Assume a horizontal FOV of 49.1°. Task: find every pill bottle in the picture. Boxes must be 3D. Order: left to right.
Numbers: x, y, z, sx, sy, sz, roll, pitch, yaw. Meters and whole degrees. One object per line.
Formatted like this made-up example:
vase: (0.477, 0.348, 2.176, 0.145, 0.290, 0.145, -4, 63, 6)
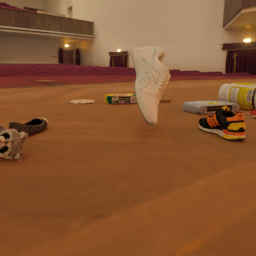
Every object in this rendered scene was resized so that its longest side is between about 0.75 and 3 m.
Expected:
pill bottle: (5.445, -1.525, 13.212, 1.210, 1.210, 2.118, -9, 17, -34)

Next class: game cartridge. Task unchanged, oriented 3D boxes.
game cartridge: (3.655, -0.963, 12.592, 2.187, 0.443, 1.458, -4, 10, -22)

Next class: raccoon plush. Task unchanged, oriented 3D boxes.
raccoon plush: (-2.790, 0.235, 6.702, 1.177, 0.850, 1.756, 9, 13, 2)

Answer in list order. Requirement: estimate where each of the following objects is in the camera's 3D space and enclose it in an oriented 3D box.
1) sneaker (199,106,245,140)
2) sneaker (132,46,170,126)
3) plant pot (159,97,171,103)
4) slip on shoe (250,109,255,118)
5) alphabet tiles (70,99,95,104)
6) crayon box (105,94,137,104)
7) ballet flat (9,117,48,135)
sneaker: (2.821, -0.251, 8.431, 0.686, 0.883, 1.962, -4, 14, -17)
sneaker: (0.738, -1.356, 8.360, 1.045, 2.609, 0.918, -7, -17, 12)
plant pot: (1.807, -1.584, 15.765, 1.277, 0.176, 1.277, 0, 14, 0)
slip on shoe: (5.069, -0.576, 11.164, 0.353, 0.292, 0.954, 4, 15, 11)
alphabet tiles: (-2.475, -1.430, 15.269, 1.290, 0.094, 1.262, -11, 18, -39)
crayon box: (-0.357, -1.591, 15.160, 1.534, 0.447, 1.323, -5, 14, -19)
ballet flat: (-2.976, -0.104, 8.605, 0.607, 0.519, 1.827, 2, 13, 10)
